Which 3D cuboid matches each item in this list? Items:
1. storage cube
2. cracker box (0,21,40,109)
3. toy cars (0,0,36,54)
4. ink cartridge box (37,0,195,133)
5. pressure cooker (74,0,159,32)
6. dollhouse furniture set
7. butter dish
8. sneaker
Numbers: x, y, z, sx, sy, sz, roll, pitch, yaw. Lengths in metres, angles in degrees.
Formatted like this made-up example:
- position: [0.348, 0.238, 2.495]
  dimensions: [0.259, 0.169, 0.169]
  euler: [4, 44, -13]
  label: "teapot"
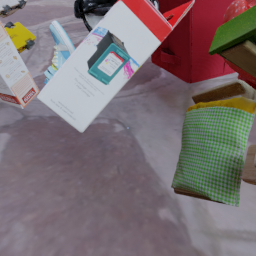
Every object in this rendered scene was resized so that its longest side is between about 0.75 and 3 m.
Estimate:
- position: [2.263, -3.160, 8.333]
  dimensions: [2.936, 2.639, 2.510]
  euler: [-15, 31, -16]
  label: "storage cube"
- position: [-2.610, -1.327, 5.031]
  dimensions: [1.322, 1.973, 0.569]
  euler: [16, 56, 26]
  label: "cracker box"
- position: [-2.978, -2.511, 6.776]
  dimensions: [1.252, 0.618, 2.792]
  euler: [9, 52, -42]
  label: "toy cars"
- position: [-0.273, -1.265, 4.555]
  dimensions: [2.533, 0.852, 1.472]
  euler: [-49, 18, 2]
  label: "ink cartridge box"
- position: [-0.228, -2.755, 6.696]
  dimensions: [1.646, 1.672, 1.871]
  euler: [-41, 3, 10]
  label: "pressure cooker"
- position: [0.929, -0.030, 3.100]
  dimensions: [1.153, 1.506, 2.298]
  euler: [25, -15, -20]
  label: "dollhouse furniture set"
- position: [2.527, -1.703, 4.916]
  dimensions: [1.841, 2.484, 2.491]
  euler: [14, 27, -17]
  label: "butter dish"
- position: [-1.446, -1.371, 5.707]
  dimensions: [0.902, 1.382, 0.550]
  euler: [-27, 21, -1]
  label: "sneaker"
